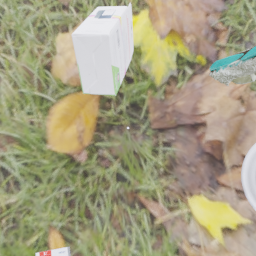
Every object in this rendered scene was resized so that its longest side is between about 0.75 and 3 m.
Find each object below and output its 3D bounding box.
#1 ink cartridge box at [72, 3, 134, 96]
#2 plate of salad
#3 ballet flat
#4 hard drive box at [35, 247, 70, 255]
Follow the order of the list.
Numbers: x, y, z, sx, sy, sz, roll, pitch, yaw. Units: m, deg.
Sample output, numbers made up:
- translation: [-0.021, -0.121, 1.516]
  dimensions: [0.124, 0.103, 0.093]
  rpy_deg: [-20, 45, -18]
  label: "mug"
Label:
- translation: [-0.422, -1.817, 6.102]
  dimensions: [0.744, 1.294, 2.210]
  rpy_deg: [4, 38, 11]
  label: "ink cartridge box"
- translation: [2.960, 0.898, 4.934]
  dimensions: [1.784, 0.428, 1.784]
  rpy_deg: [-4, 80, 25]
  label: "plate of salad"
- translation: [1.849, -0.943, 4.198]
  dimensions: [0.570, 1.589, 0.570]
  rpy_deg: [0, 90, -15]
  label: "ballet flat"
- translation: [-1.433, 2.810, 5.463]
  dimensions: [0.638, 0.314, 0.818]
  rpy_deg: [-10, 69, -6]
  label: "hard drive box"
